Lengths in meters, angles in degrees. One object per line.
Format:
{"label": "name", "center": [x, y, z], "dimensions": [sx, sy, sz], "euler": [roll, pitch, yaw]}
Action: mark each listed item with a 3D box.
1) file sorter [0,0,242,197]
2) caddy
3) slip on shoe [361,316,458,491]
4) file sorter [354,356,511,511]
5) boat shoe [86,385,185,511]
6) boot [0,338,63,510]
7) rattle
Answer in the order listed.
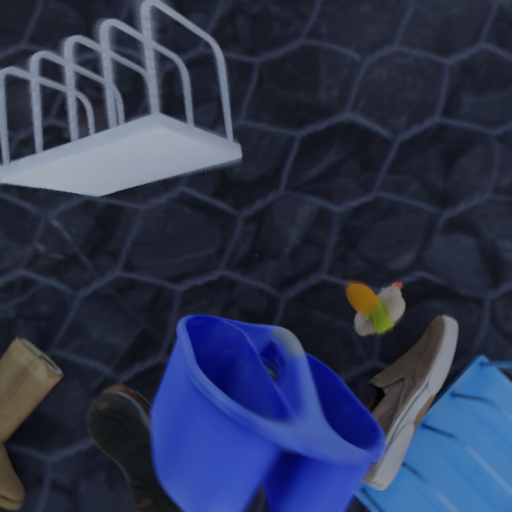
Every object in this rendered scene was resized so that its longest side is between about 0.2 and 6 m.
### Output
{"label": "file sorter", "center": [-2.053, -2.124, 8.222], "dimensions": [2.911, 2.020, 1.813], "euler": [-11, 84, 27]}
{"label": "caddy", "center": [0.082, 1.882, 7.283], "dimensions": [2.570, 3.635, 1.908], "euler": [22, 97, -17]}
{"label": "slip on shoe", "center": [2.154, 2.053, 8.508], "dimensions": [0.857, 1.075, 2.827], "euler": [29, 78, 10]}
{"label": "file sorter", "center": [3.237, 3.174, 7.925], "dimensions": [2.979, 1.828, 2.067], "euler": [-43, 81, -7]}
{"label": "boat shoe", "center": [-1.490, 2.932, 8.198], "dimensions": [0.951, 0.928, 2.513], "euler": [-27, 99, 3]}
{"label": "boot", "center": [-3.720, 2.562, 8.645], "dimensions": [1.753, 0.662, 2.001], "euler": [37, 80, 7]}
{"label": "rattle", "center": [1.720, 0.518, 8.267], "dimensions": [0.897, 0.818, 1.256], "euler": [41, 47, -3]}
